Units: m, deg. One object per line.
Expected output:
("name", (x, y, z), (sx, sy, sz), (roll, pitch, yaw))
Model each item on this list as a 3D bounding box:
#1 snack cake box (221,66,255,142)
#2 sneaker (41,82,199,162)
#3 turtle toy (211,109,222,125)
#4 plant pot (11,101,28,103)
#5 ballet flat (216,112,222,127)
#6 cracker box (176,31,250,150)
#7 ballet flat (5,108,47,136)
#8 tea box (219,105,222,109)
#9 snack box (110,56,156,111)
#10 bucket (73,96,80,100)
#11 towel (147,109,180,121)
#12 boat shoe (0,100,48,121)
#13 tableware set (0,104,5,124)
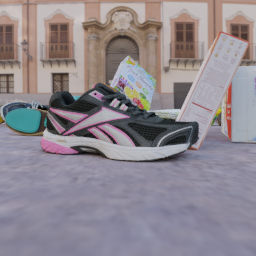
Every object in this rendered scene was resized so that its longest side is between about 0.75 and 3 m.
("snack cake box", (2.801, -0.544, 6.753), (0.893, 1.528, 2.657), (1, 4, 14))
("sneaker", (-0.238, -0.143, 4.286), (2.576, 1.112, 1.035), (2, 6, 15))
("turtle toy", (3.642, -0.429, 10.992), (1.339, 0.677, 0.976), (1, 4, 25))
("plant pot", (-5.753, -0.877, 15.400), (0.947, 1.070, 1.068), (15, 9, 18))
("ballet flat", (4.145, -0.255, 8.833), (2.589, 0.872, 0.600), (-3, -20, 14))
("cracker box", (1.440, -0.639, 5.233), (0.563, 1.953, 1.308), (25, 8, 6))
("ballet flat", (-2.111, -0.059, 7.275), (2.241, 0.769, 0.706), (4, -23, 17))
("tea box", (4.557, -0.699, 13.551), (0.819, 0.833, 0.556), (1, 4, 8))
("snack box", (0.221, -1.642, 11.183), (0.625, 1.677, 2.358), (-35, 24, 36))
("bucket", (-2.690, -0.846, 12.996), (1.884, 1.226, 1.884), (0, 3, 0))
("towel", (0.565, -0.213, 8.126), (2.430, 0.684, 2.839), (1, 4, 8))
("boat shoe", (-3.763, -0.550, 11.114), (0.822, 0.995, 2.658), (-10, -9, 25))
("tableware set", (-5.202, -0.379, 10.771), (1.582, 0.360, 2.349), (-28, 2, 0))
